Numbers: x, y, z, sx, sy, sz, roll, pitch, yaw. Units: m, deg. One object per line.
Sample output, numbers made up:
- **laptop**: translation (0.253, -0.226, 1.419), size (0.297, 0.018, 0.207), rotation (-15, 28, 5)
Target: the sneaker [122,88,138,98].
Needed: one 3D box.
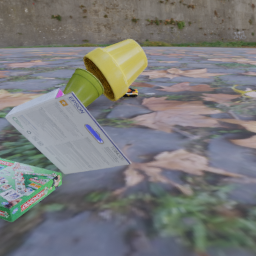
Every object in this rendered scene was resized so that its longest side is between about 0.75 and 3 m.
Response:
- **sneaker**: translation (-0.016, -1.367, 10.575), size (0.782, 0.273, 0.352), rotation (5, 60, -3)

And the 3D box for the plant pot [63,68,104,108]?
- **plant pot**: translation (-1.493, -1.045, 8.517), size (1.110, 1.110, 1.069), rotation (18, 63, 42)

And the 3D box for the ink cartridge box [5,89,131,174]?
- **ink cartridge box**: translation (-0.851, 0.100, 4.197), size (1.453, 1.426, 0.315), rotation (-14, 38, 32)

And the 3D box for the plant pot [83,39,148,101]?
- **plant pot**: translation (-0.327, -2.111, 9.587), size (1.699, 1.806, 1.806), rotation (-37, 30, -12)

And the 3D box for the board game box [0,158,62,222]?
- **board game box**: translation (-2.035, 0.875, 4.414), size (1.620, 0.236, 1.090), rotation (8, 20, 23)
